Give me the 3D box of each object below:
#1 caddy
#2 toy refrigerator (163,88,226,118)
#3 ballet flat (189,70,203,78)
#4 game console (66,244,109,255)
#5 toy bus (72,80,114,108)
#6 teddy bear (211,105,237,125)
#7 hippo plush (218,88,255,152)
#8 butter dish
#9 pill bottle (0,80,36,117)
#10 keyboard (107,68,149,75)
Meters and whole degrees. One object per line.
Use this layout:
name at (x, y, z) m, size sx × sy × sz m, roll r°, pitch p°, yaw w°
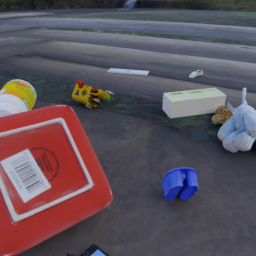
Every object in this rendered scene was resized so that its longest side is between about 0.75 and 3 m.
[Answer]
caddy at (1.347, 1.418, 7.300) m, size 0.823 × 1.164 × 0.611 m, roll 1°, pitch 54°, yaw -9°
toy refrigerator at (2.836, -1.136, 12.077) m, size 2.493 × 0.872 × 0.946 m, roll -8°, pitch 30°, yaw -12°
ballet flat at (3.919, -3.148, 16.193) m, size 1.092 × 0.341 × 0.368 m, roll -21°, pitch 35°, yaw -32°
game console at (-0.678, 2.690, 5.672) m, size 0.859 × 0.500 × 0.755 m, roll 24°, pitch 37°, yaw 35°
toy bus at (-1.635, -1.355, 12.417) m, size 1.661 × 0.910 × 1.761 m, roll 21°, pitch -2°, yaw -10°
teddy bear at (4.109, -0.328, 10.987) m, size 1.592 × 0.733 × 2.195 m, roll 1°, pitch 21°, yaw -14°
hippo plush at (4.255, 0.142, 9.627) m, size 1.702 × 1.686 × 2.117 m, roll 24°, pitch 40°, yaw -20°
butter dish at (-2.341, 1.231, 6.838) m, size 2.890 × 2.142 × 2.898 m, roll -18°, pitch 75°, yaw -37°
pill bottle at (-4.556, -0.843, 11.015) m, size 1.395 × 1.395 × 2.511 m, roll -2°, pitch 30°, yaw -4°
keyboard at (0.006, -3.401, 16.908) m, size 2.445 × 0.130 × 0.688 m, roll 7°, pitch 25°, yaw 12°
